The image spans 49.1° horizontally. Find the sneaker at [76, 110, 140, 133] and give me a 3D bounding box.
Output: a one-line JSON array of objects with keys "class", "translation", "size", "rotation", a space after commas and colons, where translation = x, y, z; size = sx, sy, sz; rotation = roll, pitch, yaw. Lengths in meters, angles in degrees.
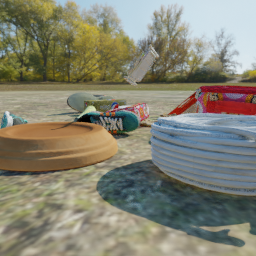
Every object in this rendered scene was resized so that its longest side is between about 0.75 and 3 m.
[{"class": "sneaker", "translation": [-0.622, -0.120, 8.167], "size": [1.940, 0.692, 0.775], "rotation": [2, 17, 29]}]

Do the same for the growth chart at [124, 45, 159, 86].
[{"class": "growth chart", "translation": [0.415, -1.831, 8.306], "size": [0.117, 1.315, 0.951], "rotation": [37, 0, 26]}]

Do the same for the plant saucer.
[{"class": "plant saucer", "translation": [-1.639, 0.260, 6.061], "size": [2.842, 0.532, 2.842], "rotation": [1, 10, 0]}]

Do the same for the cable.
[{"class": "cable", "translation": [1.696, 0.276, 4.829], "size": [2.612, 0.904, 2.612], "rotation": [5, 10, 31]}]

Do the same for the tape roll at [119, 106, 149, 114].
[{"class": "tape roll", "translation": [0.235, -0.689, 12.007], "size": [1.290, 0.451, 1.290], "rotation": [0, 9, 0]}]

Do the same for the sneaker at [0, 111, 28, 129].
[{"class": "sneaker", "translation": [-3.364, -0.082, 8.354], "size": [0.773, 0.658, 1.695], "rotation": [16, 3, -26]}]

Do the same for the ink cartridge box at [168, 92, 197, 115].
[{"class": "ink cartridge box", "translation": [2.253, -0.737, 9.349], "size": [1.327, 0.466, 1.633], "rotation": [-42, -14, 36]}]

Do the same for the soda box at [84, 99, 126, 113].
[{"class": "soda box", "translation": [-1.070, -1.033, 13.476], "size": [2.031, 0.650, 0.688], "rotation": [-8, 11, -38]}]

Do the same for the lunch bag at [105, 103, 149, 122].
[{"class": "lunch bag", "translation": [-0.119, -0.460, 9.803], "size": [1.396, 0.649, 1.584], "rotation": [-7, 6, 27]}]

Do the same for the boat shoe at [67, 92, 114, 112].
[{"class": "boat shoe", "translation": [-1.948, -1.307, 14.189], "size": [2.780, 0.989, 0.870], "rotation": [-6, 9, -44]}]

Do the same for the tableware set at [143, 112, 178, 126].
[{"class": "tableware set", "translation": [1.981, -0.294, 10.015], "size": [2.793, 0.324, 2.333], "rotation": [5, 11, 25]}]

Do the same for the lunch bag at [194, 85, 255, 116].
[{"class": "lunch bag", "translation": [3.333, -0.519, 7.683], "size": [2.536, 1.180, 2.879], "rotation": [3, 7, -43]}]

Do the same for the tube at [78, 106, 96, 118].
[{"class": "tube", "translation": [-1.610, -0.573, 11.542], "size": [0.498, 0.445, 1.715], "rotation": [-38, 11, 9]}]
